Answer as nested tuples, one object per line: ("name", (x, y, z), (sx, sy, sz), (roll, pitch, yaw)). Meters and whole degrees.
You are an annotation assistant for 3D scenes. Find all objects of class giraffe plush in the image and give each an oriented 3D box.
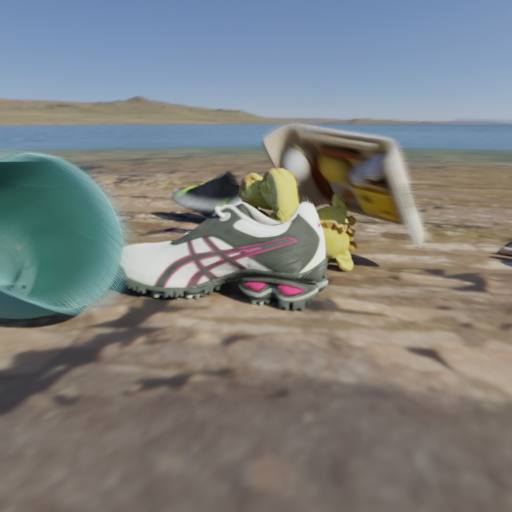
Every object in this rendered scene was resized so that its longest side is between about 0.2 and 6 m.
("giraffe plush", (0.806, -0.475, 9.396), (1.708, 1.817, 2.106), (3, 14, -35))

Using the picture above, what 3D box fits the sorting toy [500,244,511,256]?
("sorting toy", (5.575, -0.157, 10.551), (1.426, 0.281, 1.541), (13, 19, 42))

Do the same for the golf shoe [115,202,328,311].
("golf shoe", (-0.576, -0.116, 8.146), (3.263, 1.437, 1.260), (2, 15, 14))

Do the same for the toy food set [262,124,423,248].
("toy food set", (1.437, -1.112, 9.358), (2.663, 1.911, 0.804), (23, 64, 44))

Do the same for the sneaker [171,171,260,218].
("sneaker", (-0.842, -1.458, 13.406), (2.767, 1.146, 0.992), (17, -2, 37))

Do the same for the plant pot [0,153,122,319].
("plant pot", (-2.967, -0.087, 7.091), (1.570, 1.956, 1.956), (-22, -2, 37))
